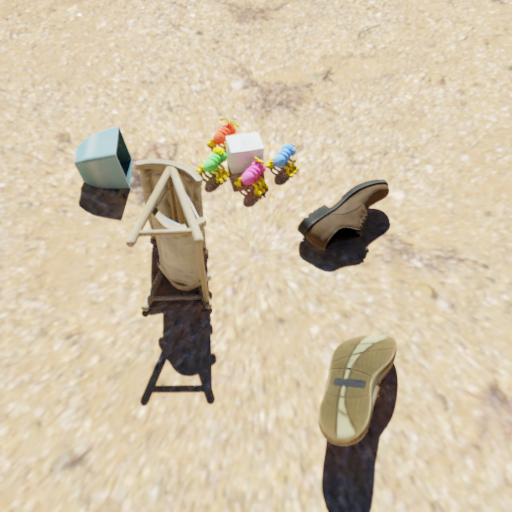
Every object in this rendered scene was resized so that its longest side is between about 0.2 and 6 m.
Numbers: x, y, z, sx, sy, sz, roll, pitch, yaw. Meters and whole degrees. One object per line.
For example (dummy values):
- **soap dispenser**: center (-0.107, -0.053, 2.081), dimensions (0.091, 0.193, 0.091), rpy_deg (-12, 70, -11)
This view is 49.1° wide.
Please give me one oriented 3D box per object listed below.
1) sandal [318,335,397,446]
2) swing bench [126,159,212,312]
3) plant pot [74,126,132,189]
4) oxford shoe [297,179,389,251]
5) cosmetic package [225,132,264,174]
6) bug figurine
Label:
- **sandal**: center (1.543, 2.043, 8.599), dimensions (0.958, 0.644, 2.385), rpy_deg (4, 34, 23)
- **swing bench**: center (-1.442, -0.359, 9.819), dimensions (1.261, 1.933, 1.944), rpy_deg (-2, 51, -1)
- **plant pot**: center (-3.262, -2.005, 11.857), dimensions (0.987, 0.969, 0.966), rpy_deg (-9, 51, 3)
- **oxford shoe**: center (1.894, -0.754, 10.986), dimensions (2.125, 0.772, 0.897), rpy_deg (-34, 67, -16)
- **cosmetic package**: center (-0.252, -2.244, 12.222), dimensions (0.737, 0.608, 0.608), rpy_deg (-9, 51, -9)
- **bug figurine**: center (-0.247, -2.187, 12.202), dimensions (2.230, 0.574, 1.730), rpy_deg (22, 54, 17)
